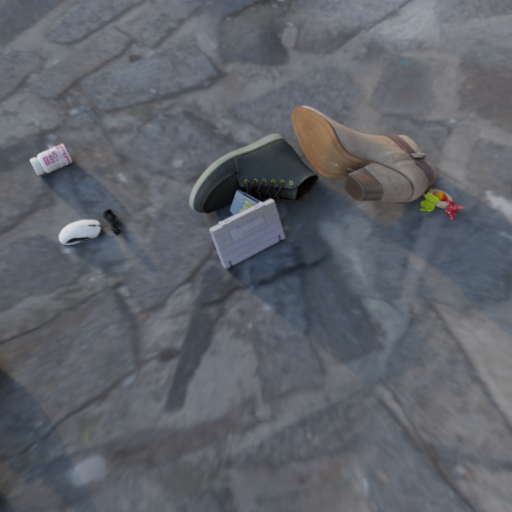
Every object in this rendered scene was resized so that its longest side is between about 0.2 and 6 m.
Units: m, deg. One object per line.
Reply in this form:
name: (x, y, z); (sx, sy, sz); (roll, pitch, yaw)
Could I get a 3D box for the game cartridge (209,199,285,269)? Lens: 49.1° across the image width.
game cartridge: (-0.145, -0.408, 9.875); (1.265, 0.820, 0.243); (-27, 26, -16)

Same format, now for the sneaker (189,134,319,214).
sneaker: (-0.009, -1.310, 10.362); (2.386, 0.892, 1.267); (-36, 65, -21)

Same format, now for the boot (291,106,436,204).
boot: (2.119, -2.008, 10.698); (1.937, 0.931, 2.649); (-20, 66, -31)

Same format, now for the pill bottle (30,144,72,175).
pill bottle: (-4.033, -1.877, 11.005); (0.701, 0.397, 0.397); (-29, 63, -16)

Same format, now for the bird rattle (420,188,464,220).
bird rattle: (3.487, -1.049, 10.519); (0.771, 0.434, 0.629); (9, 42, 2)

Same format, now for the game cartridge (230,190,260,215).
game cartridge: (-0.104, -0.818, 10.283); (0.769, 0.513, 0.156); (30, 38, 12)

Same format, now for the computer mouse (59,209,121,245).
computer mouse: (-3.068, -0.498, 10.218); (1.113, 0.244, 0.610); (-18, 58, -9)
